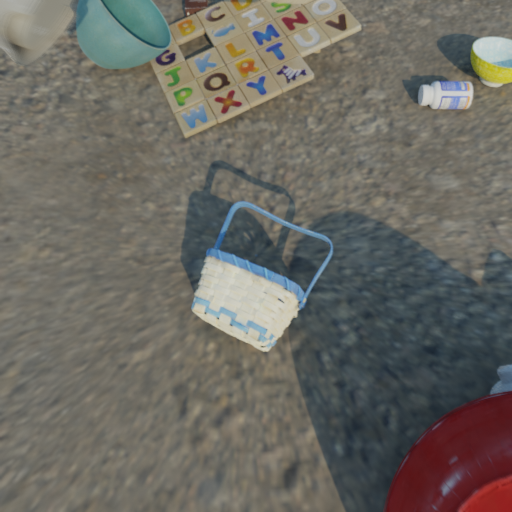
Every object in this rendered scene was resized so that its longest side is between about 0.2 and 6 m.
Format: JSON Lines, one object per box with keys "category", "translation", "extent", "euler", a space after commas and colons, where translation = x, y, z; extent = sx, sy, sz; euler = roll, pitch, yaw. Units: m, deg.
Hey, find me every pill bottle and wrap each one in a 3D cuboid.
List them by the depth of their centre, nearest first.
{"category": "pill bottle", "translation": [3.477, -2.963, 10.334], "extent": [0.881, 0.494, 0.494], "euler": [1, 53, 1]}

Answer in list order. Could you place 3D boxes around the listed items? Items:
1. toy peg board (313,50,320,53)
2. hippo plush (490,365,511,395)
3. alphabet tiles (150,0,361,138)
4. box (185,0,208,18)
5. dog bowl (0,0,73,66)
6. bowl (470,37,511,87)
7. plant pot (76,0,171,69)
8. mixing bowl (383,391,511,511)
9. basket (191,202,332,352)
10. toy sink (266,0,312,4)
{"category": "toy peg board", "translation": [0.772, -4.925, 11.728], "extent": [1.277, 0.624, 1.271], "euler": [6, 54, 4]}
{"category": "hippo plush", "translation": [3.518, 2.071, 6.163], "extent": [2.239, 1.783, 1.800], "euler": [-26, 28, -30]}
{"category": "alphabet tiles", "translation": [-0.115, -4.117, 10.842], "extent": [3.839, 0.145, 3.209], "euler": [-25, 56, -1]}
{"category": "box", "translation": [-1.315, -5.584, 12.389], "extent": [0.505, 0.378, 1.008], "euler": [-3, 52, -3]}
{"category": "dog bowl", "translation": [-2.402, -2.782, 6.161], "extent": [0.403, 1.374, 1.374], "euler": [37, 56, -11]}
{"category": "bowl", "translation": [4.619, -3.624, 10.734], "extent": [1.145, 0.616, 1.145], "euler": [2, 49, -3]}
{"category": "plant pot", "translation": [-2.724, -4.331, 10.756], "extent": [1.225, 1.819, 1.819], "euler": [-33, 46, 30]}
{"category": "mixing bowl", "translation": [2.428, 2.615, 4.518], "extent": [3.285, 1.779, 3.285], "euler": [-10, 65, 22]}
{"category": "basket", "translation": [0.004, 0.247, 7.390], "extent": [1.509, 1.191, 1.712], "euler": [26, 82, 17]}
{"category": "toy sink", "translation": [0.895, -4.065, 7.444], "extent": [1.548, 0.867, 1.009], "euler": [-4, 14, 41]}
